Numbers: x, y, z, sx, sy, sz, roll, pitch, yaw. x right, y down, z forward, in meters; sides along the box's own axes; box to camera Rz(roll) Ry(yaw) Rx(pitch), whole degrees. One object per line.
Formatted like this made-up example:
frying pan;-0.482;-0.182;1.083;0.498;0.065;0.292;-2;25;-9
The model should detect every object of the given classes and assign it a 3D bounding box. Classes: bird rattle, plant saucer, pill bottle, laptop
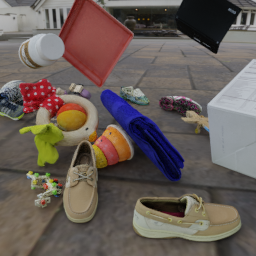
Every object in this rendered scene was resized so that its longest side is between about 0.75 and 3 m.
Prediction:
bird rattle;-1.968;-0.254;8.087;2.202;1.521;2.701;-1;43;-13
plant saucer;-1.368;-3.423;11.068;2.669;2.674;0.491;40;33;3
pill bottle;-3.142;-2.802;10.229;1.133;1.133;1.982;-17;14;-35
laptop;2.039;-2.826;7.384;1.408;0.820;1.588;37;9;11

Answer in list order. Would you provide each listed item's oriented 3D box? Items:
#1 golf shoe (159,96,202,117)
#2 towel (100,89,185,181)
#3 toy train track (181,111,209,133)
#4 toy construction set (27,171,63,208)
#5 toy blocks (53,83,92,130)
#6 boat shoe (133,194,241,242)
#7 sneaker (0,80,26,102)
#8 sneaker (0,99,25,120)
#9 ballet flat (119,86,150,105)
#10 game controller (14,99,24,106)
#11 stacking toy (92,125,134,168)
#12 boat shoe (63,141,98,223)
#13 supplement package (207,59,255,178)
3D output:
golf shoe;2.337;-1.022;11.900;0.937;0.739;2.035;-18;28;-38
towel;0.332;-0.005;7.660;0.731;2.178;2.950;-40;27;-2
toy train track;2.738;0.111;9.624;1.481;0.420;2.582;-1;26;-21
toy construction set;-1.891;1.344;6.351;0.668;0.469;1.019;15;19;-34
toy blocks;-1.842;-0.414;9.557;1.622;1.735;1.461;14;-17;49
boat shoe;1.138;1.637;5.309;2.084;0.692;0.771;-2;22;-4
sneaker;-5.285;-1.352;12.209;0.990;0.895;2.323;9;40;46
sneaker;-4.728;-0.790;11.157;1.724;0.698;0.637;8;56;29
ballet flat;0.263;-1.628;13.520;0.731;0.731;1.970;-20;29;-40
game controller;-4.517;-1.184;12.847;1.239;0.500;2.375;-9;18;18
stacking toy;-0.702;0.709;7.562;1.535;1.121;1.121;-33;36;-28
boat shoe;-1.053;1.115;6.268;0.742;0.671;2.081;0;36;-8
supplement package;3.672;-0.271;7.359;1.970;1.985;2.615;20;49;40
